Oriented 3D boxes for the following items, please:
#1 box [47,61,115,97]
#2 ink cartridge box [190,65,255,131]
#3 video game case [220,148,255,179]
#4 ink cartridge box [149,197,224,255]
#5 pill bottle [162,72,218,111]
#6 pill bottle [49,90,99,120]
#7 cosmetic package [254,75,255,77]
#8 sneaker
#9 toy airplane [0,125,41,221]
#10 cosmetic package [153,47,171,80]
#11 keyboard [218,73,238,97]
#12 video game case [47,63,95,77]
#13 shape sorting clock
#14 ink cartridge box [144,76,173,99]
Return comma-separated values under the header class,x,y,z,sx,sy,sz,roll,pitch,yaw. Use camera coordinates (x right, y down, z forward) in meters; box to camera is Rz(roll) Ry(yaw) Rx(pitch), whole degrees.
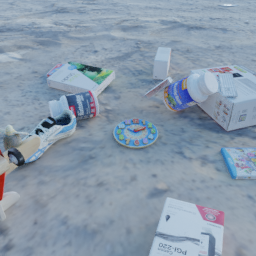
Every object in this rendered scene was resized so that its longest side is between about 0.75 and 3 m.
class,x,y,z,sx,sy,sz,roll,pitch,yaw
box,-2.091,-2.221,12.576,2.503,0.455,1.806,17,45,20
ink cartridge box,4.116,-1.312,10.792,2.496,1.192,2.843,-11,36,-16
video game case,3.817,1.025,8.340,1.786,0.159,1.278,0,35,0
ink cartridge box,1.189,2.466,5.716,1.341,0.781,1.841,11,38,15
pill bottle,2.253,-1.340,10.209,1.051,1.051,1.876,-36,9,-40
pill bottle,-1.969,-0.749,10.179,1.641,0.981,0.981,-14,37,-18
cosmetic package,6.738,-2.098,12.628,1.255,0.430,1.664,-9,35,-17
sneaker,-2.715,0.224,8.820,0.953,0.961,2.652,23,42,27
toy airplane,-3.365,1.029,6.260,1.861,2.626,2.637,37,1,12
cosmetic package,1.682,-3.193,13.730,0.673,0.958,1.889,7,36,9
keyboard,3.556,-1.564,10.009,0.508,0.096,1.805,6,36,9
video game case,-2.783,-2.787,13.832,2.006,0.175,1.434,6,35,10
shape sorting clock,0.267,0.137,9.500,1.523,0.299,1.523,0,35,0
ink cartridge box,1.118,-1.478,10.576,1.096,0.239,0.951,-34,7,28
